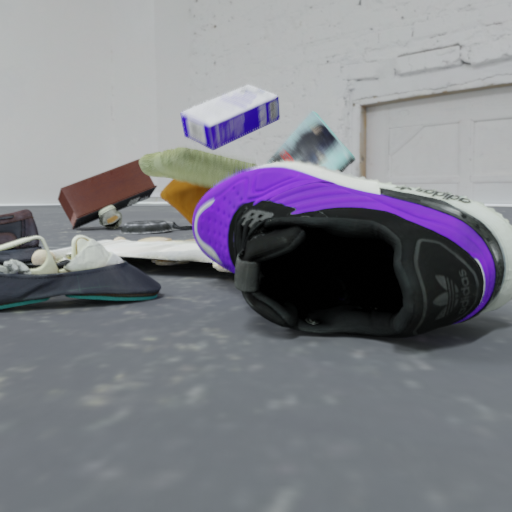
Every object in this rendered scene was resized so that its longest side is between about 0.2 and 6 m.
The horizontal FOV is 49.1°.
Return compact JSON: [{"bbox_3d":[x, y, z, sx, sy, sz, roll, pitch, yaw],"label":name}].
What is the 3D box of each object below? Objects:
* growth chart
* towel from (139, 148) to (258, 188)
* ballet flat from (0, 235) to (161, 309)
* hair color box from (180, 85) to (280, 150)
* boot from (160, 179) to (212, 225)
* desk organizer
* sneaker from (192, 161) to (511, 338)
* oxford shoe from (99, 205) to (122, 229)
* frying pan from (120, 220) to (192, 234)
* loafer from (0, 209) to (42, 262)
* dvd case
[{"bbox_3d":[-1.123,-0.041,8.425,4.077,0.362,2.950,3,7,23],"label":"growth chart"},{"bbox_3d":[-0.734,-1.356,9.099,2.007,0.366,1.489,9,-2,-36],"label":"towel"},{"bbox_3d":[-1.942,0.148,5.498,2.058,0.752,0.752,-3,7,-23],"label":"ballet flat"},{"bbox_3d":[-0.451,-2.548,10.216,1.620,0.525,0.885,-32,45,-27],"label":"hair color box"},{"bbox_3d":[-0.516,-1.236,10.505,1.722,0.846,2.405,39,42,10],"label":"boot"},{"bbox_3d":[-4.226,-1.783,15.926,2.526,0.973,0.906,-28,-3,-29],"label":"desk organizer"},{"bbox_3d":[0.294,-0.098,4.911,3.449,1.199,1.715,11,22,43],"label":"sneaker"},{"bbox_3d":[-4.111,-0.992,15.988,0.679,0.522,1.806,-33,0,-11],"label":"oxford shoe"},{"bbox_3d":[-2.468,-0.772,14.883,2.273,0.370,1.375,-5,9,-15],"label":"frying pan"},{"bbox_3d":[-4.669,-0.338,8.934,2.640,0.831,0.949,1,7,9],"label":"loafer"},{"bbox_3d":[0.752,-1.469,9.634,0.186,1.691,1.235,12,39,-50],"label":"dvd case"}]
